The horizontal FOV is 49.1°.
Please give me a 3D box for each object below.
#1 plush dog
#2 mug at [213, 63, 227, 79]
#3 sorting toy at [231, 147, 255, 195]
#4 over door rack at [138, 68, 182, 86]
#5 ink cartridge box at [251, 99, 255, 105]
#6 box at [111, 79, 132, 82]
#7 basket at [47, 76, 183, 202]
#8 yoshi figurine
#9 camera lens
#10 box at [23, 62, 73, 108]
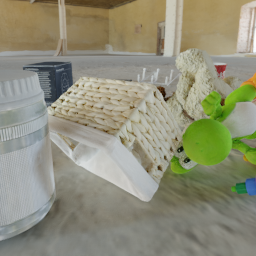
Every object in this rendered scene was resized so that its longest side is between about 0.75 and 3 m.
[{"bbox_3d":[1.971,-0.717,8.258,2.497,2.004,2.145,27,-36,-25],"label":"plush dog"},{"bbox_3d":[3.408,-1.708,11.287,1.568,1.767,1.179,-9,19,-29],"label":"mug"},{"bbox_3d":[2.560,0.785,5.558,0.835,0.840,2.424,-16,4,35],"label":"sorting toy"},{"bbox_3d":[2.075,-3.385,17.953,2.046,0.922,2.769,10,20,26],"label":"over door rack"},{"bbox_3d":[4.436,-0.435,8.817,1.075,0.621,1.473,-26,27,-22],"label":"ink cartridge box"},{"bbox_3d":[-0.485,-2.716,16.856,1.321,0.292,1.058,3,18,8],"label":"box"},{"bbox_3d":[-0.326,0.058,5.193,2.285,1.549,1.410,17,62,45],"label":"basket"},{"bbox_3d":[2.140,-0.029,5.777,2.956,1.655,1.661,-32,47,-14],"label":"yoshi figurine"},{"bbox_3d":[-2.030,0.350,4.086,1.775,2.219,1.775,0,18,0],"label":"camera lens"},{"bbox_3d":[-2.511,-1.131,9.171,1.047,1.956,1.452,3,17,10],"label":"box"}]
